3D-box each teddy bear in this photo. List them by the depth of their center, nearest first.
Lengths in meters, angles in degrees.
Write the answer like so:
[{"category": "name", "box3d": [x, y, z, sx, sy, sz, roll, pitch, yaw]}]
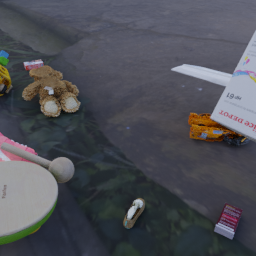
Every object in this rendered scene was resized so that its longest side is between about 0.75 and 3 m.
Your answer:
[{"category": "teddy bear", "box3d": [-3.084, -1.409, 11.468, 2.144, 0.987, 2.957, -35, 55, -29]}]

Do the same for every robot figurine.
[{"category": "robot figurine", "box3d": [3.139, -0.012, 9.595, 2.043, 0.595, 1.481, 3, 37, 5]}]

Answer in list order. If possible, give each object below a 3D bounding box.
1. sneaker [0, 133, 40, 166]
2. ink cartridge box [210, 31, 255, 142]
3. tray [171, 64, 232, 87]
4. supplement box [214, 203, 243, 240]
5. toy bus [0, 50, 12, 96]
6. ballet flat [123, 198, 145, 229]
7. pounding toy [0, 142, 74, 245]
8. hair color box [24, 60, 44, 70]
[{"category": "sneaker", "box3d": [-3.357, 0.878, 8.231, 1.214, 1.032, 2.800, -14, 41, -38]}, {"category": "ink cartridge box", "box3d": [3.238, -0.805, 6.297, 0.991, 2.341, 1.692, 16, 12, -45]}, {"category": "tray", "box3d": [3.042, -1.765, 9.610, 1.596, 0.330, 2.973, -1, 22, -37]}, {"category": "supplement box", "box3d": [2.422, 2.220, 6.732, 0.435, 0.243, 0.799, 20, 41, 27]}, {"category": "toy bus", "box3d": [-5.543, -1.951, 11.909, 2.043, 1.119, 2.165, -10, 59, 39]}, {"category": "ballet flat", "box3d": [0.164, 2.018, 6.925, 0.333, 0.355, 0.981, 17, 38, 24]}, {"category": "pounding toy", "box3d": [-2.684, 1.790, 6.540, 2.294, 1.379, 2.972, 11, 28, 6]}, {"category": "hair color box", "box3d": [-4.876, -3.267, 14.491, 0.893, 0.285, 0.495, -17, 38, -24]}]
